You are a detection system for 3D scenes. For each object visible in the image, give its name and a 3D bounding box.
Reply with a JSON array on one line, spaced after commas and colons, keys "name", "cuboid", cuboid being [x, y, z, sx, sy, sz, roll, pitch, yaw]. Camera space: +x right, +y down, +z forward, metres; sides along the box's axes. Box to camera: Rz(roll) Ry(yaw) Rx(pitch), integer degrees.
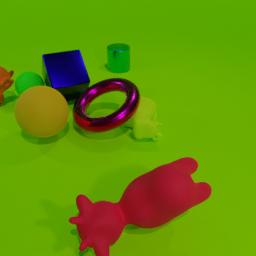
[{"name": "cube", "cuboid": [-1.788, -1.442, 7.969, 1.055, 1.055, 1.055, -15, 76, -21]}, {"name": "cow figurine", "cuboid": [0.421, -0.269, 6.875, 1.326, 0.740, 1.347, 17, 37, 30]}, {"name": "ball", "cuboid": [-1.953, -0.367, 6.388, 1.178, 1.178, 1.178, 0, 33, 0]}, {"name": "cow figurine", "cuboid": [0.158, 1.111, 4.038, 1.721, 1.749, 0.960, -6, 63, -47]}, {"name": "monkey head", "cuboid": [-3.766, -1.229, 7.867, 0.861, 1.027, 1.428, 39, 37, 28]}, {"name": "ball", "cuboid": [-2.849, -1.225, 8.144, 0.828, 0.828, 0.828, 0, 33, 0]}, {"name": "cylinder", "cuboid": [-0.339, -2.560, 10.236, 0.846, 0.846, 0.846, 0, 35, 0]}, {"name": "ring", "cuboid": [-0.542, -0.595, 6.855, 1.756, 0.351, 1.756, -13, 45, 13]}]
